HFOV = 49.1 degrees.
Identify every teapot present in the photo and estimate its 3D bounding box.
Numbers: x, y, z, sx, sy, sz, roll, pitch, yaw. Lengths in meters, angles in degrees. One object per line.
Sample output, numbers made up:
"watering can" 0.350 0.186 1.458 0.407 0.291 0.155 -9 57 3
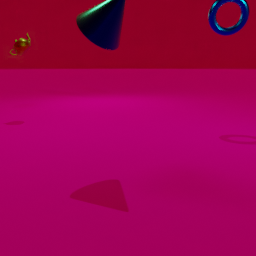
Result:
"teapot" -3.926 -3.059 10.325 1.063 0.520 0.661 -51 15 -15

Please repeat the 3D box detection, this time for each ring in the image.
"ring" 3.061 -3.436 8.525 1.209 1.209 0.242 1 30 6

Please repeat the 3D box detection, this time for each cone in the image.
"cone" -0.293 -2.092 5.054 0.949 0.949 0.953 -15 -22 -48
